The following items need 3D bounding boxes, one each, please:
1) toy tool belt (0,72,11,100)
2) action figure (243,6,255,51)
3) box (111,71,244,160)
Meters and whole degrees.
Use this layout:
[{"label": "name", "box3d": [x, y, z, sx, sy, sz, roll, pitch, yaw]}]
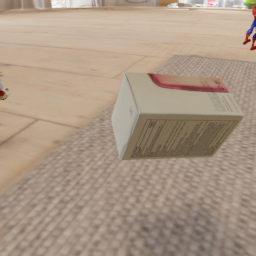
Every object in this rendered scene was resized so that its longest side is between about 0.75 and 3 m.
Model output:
[{"label": "toy tool belt", "box3d": [-3.589, -1.260, 7.422, 0.633, 0.623, 1.014, -33, 71, -24]}, {"label": "action figure", "box3d": [3.719, -3.012, 7.987, 0.532, 1.626, 0.420, 26, -19, -15]}, {"label": "box", "box3d": [0.730, -0.173, 4.655, 1.775, 1.135, 0.967, 1, 49, -19]}]
